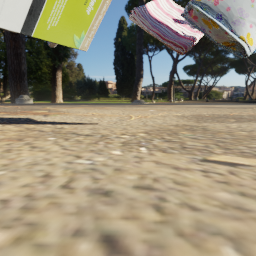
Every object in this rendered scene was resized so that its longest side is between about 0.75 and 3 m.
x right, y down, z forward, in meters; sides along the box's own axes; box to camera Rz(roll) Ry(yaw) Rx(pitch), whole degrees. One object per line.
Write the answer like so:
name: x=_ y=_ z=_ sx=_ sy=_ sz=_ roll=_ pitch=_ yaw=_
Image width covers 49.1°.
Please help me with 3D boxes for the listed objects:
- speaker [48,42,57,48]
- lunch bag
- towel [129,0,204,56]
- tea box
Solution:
speaker: x=-2.499 y=-3.105 z=9.752 sx=0.323 sy=0.323 sz=0.795 roll=-5 pitch=-9 yaw=-40
lunch bag: x=2.920 y=-3.254 z=7.590 sx=2.276 sy=1.930 sz=1.447 roll=35 pitch=5 yaw=-3
towel: x=1.444 y=-3.390 z=8.837 sx=2.022 sy=0.413 sz=2.763 roll=37 pitch=45 yaw=5
tea box: x=-2.092 y=-3.226 z=6.224 sx=2.442 sy=1.659 sz=2.482 roll=0 pitch=40 yaw=-52
